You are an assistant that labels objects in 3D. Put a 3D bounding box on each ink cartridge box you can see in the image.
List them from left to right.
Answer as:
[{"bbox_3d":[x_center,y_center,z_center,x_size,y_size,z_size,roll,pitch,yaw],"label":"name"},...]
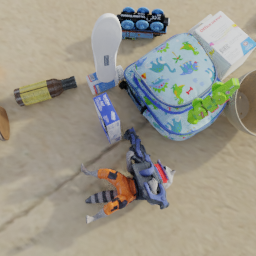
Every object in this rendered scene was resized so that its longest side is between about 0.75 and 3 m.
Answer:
[{"bbox_3d":[-0.593,-0.223,8.582,0.442,1.999,0.940,-25,75,-7],"label":"ink cartridge box"},{"bbox_3d":[3.130,-2.903,9.796,1.276,1.243,1.985,-38,77,-11],"label":"ink cartridge box"}]

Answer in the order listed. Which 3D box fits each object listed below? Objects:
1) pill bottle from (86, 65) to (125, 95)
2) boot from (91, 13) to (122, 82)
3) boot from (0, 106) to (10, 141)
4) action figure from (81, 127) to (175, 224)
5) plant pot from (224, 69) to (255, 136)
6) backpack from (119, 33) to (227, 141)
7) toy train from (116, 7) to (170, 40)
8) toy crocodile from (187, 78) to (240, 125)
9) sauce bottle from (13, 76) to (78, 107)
[{"bbox_3d":[-0.755,-1.700,9.720,1.264,0.709,0.709,-23,74,-7],"label":"pill bottle"},{"bbox_3d":[-0.736,-2.572,8.454,0.869,2.388,1.079,-5,56,-13],"label":"boot"},{"bbox_3d":[-5.086,-0.418,9.344,1.773,0.852,2.425,-21,73,1],"label":"boot"},{"bbox_3d":[0.021,1.486,8.656,2.836,1.533,2.931,-6,48,-9],"label":"action figure"},{"bbox_3d":[3.879,-0.747,8.939,2.067,1.388,2.067,0,90,-16],"label":"plant pot"},{"bbox_3d":[1.548,-1.203,8.808,2.705,2.172,2.956,-33,80,-6],"label":"backpack"},{"bbox_3d":[0.515,-3.740,10.129,1.932,1.104,0.838,4,74,2],"label":"toy train"},{"bbox_3d":[2.173,-0.656,7.284,0.528,1.710,0.577,34,37,-21],"label":"toy crocodile"},{"bbox_3d":[-2.785,-1.304,9.619,2.085,0.675,0.675,-15,74,-5],"label":"sauce bottle"}]
